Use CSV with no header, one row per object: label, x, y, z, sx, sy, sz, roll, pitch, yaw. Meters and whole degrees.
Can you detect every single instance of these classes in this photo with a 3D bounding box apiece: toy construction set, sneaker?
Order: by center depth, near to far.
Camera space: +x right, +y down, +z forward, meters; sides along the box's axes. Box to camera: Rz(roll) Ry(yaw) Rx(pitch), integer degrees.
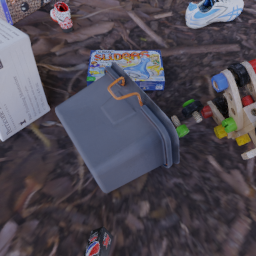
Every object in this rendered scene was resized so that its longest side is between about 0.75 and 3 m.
toy construction set,2.861,-0.225,6.314,2.676,2.232,2.056,-20,70,-26
sneaker,-2.433,-4.181,10.060,0.533,0.855,1.595,-22,53,-18
sneaker,3.252,-4.365,10.179,2.618,0.949,0.941,-24,53,-21

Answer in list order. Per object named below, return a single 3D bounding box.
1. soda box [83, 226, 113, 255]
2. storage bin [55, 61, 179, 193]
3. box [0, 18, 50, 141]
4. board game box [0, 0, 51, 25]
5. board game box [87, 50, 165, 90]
soda box,-0.525,2.073,4.538,0.284,0.318,0.898,-28,22,26
storage bin,-0.361,-0.003,6.059,1.738,1.884,2.588,-32,56,-12
box,-3.333,-1.332,6.714,2.286,2.274,1.494,35,58,26
board game box,-4.187,-5.195,10.267,1.119,1.843,2.311,25,55,20
board game box,-0.065,-1.735,8.305,2.177,0.375,1.474,-1,50,-1
